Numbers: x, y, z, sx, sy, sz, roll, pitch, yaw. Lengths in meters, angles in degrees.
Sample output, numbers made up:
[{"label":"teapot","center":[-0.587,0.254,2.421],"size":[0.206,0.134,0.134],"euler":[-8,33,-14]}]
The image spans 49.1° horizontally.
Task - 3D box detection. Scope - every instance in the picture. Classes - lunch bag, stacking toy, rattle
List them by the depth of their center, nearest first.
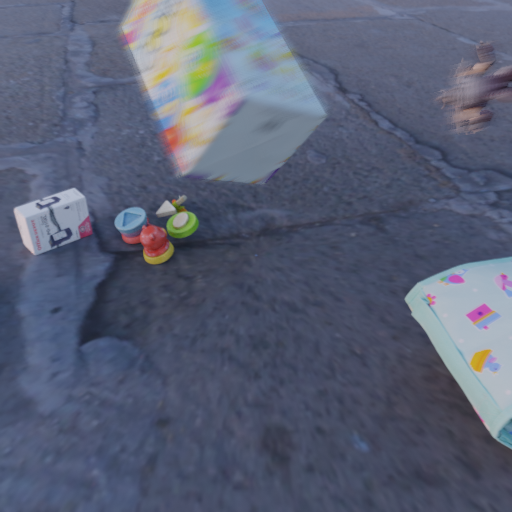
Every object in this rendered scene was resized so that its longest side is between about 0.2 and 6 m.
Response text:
[{"label":"lunch bag","center":[3.520,1.172,6.882],"size":[2.833,1.727,2.413],"euler":[-2,36,-12]},{"label":"stacking toy","center":[-1.811,-0.630,10.084],"size":[1.254,0.585,1.386],"euler":[-41,49,-22]},{"label":"rattle","center":[-1.465,-0.933,11.119],"size":[0.505,0.460,0.707],"euler":[33,-7,-10]}]

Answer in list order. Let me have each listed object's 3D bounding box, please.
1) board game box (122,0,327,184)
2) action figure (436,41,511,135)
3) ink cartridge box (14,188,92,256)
[{"label":"board game box","center":[-0.589,-2.812,8.404],"size":[1.622,1.593,3.093],"euler":[-1,58,-42]},{"label":"action figure","center":[2.907,-2.028,6.632],"size":[0.582,1.092,1.678],"euler":[-4,3,-44]},{"label":"ink cartridge box","center":[-3.639,-0.620,10.109],"size":[1.138,0.824,0.480],"euler":[-26,43,-32]}]
